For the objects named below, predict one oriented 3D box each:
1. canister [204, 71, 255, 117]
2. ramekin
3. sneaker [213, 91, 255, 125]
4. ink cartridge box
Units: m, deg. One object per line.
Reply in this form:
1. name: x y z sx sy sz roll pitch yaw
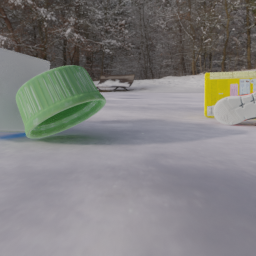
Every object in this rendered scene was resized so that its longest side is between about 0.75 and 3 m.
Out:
1. canister: 4.073 -1.245 10.363 2.405 1.786 1.041 1 2 14
2. ramekin: -1.506 -0.579 6.180 1.860 0.909 1.860 -26 -6 -3
3. sneaker: 4.115 -0.752 8.372 2.893 1.115 1.185 -2 8 35
4. ink cartridge box: -3.600 -0.927 7.188 2.552 1.872 1.864 6 2 36
